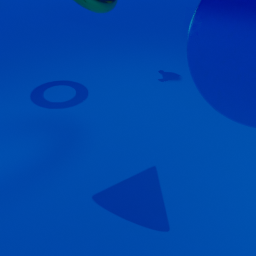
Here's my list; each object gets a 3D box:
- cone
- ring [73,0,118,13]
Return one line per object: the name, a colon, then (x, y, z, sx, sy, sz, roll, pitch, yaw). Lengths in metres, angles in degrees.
cone: (1.429, -0.926, 2.707, 1.411, 1.411, 1.417, 13, 33, 20)
ring: (-0.964, -3.349, 5.994, 0.389, 1.947, 1.947, -28, 15, 36)
